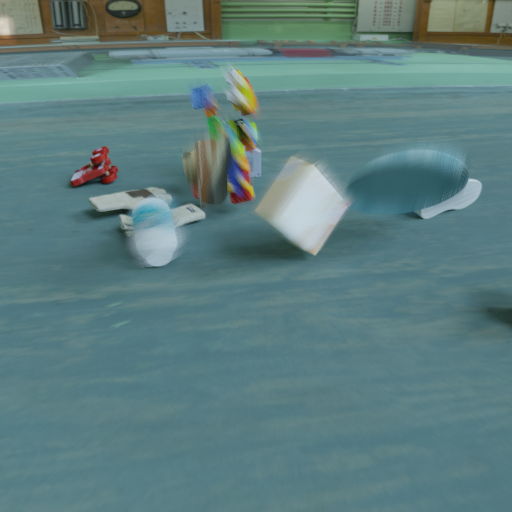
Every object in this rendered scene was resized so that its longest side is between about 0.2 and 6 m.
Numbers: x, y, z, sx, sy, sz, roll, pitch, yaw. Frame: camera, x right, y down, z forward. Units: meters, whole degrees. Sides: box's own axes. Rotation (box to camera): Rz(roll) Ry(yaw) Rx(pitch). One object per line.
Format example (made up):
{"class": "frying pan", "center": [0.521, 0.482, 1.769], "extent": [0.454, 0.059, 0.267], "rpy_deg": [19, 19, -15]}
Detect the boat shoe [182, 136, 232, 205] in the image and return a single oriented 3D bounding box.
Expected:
{"class": "boat shoe", "center": [-0.828, -1.398, 9.188], "extent": [0.722, 0.739, 1.954], "rpy_deg": [-1, 29, 4]}

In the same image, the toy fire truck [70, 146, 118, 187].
{"class": "toy fire truck", "center": [-4.309, -2.280, 14.764], "extent": [1.115, 0.744, 1.327], "rpy_deg": [-21, 28, 0]}

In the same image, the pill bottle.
{"class": "pill bottle", "center": [-1.950, -0.433, 10.780], "extent": [0.767, 0.767, 1.384], "rpy_deg": [-7, 43, -13]}

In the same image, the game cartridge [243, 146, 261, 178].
{"class": "game cartridge", "center": [-0.525, -2.507, 14.932], "extent": [1.298, 0.865, 0.263], "rpy_deg": [-1, 35, -3]}

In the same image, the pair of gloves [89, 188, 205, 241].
{"class": "pair of gloves", "center": [-2.459, -0.989, 12.483], "extent": [1.861, 0.384, 2.188], "rpy_deg": [-19, 36, -40]}

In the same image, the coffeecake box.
{"class": "coffeecake box", "center": [0.862, -0.871, 10.159], "extent": [0.557, 1.171, 1.525], "rpy_deg": [31, -4, 40]}

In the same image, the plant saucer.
{"class": "plant saucer", "center": [2.816, -1.410, 10.706], "extent": [2.342, 2.342, 0.321], "rpy_deg": [-1, 70, -3]}

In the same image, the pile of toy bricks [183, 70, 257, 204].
{"class": "pile of toy bricks", "center": [-0.631, -2.574, 13.168], "extent": [1.695, 3.055, 1.508], "rpy_deg": [-10, -11, 23]}

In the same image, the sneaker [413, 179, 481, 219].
{"class": "sneaker", "center": [4.226, -1.536, 13.163], "extent": [2.007, 0.739, 1.160], "rpy_deg": [-16, 34, -26]}
